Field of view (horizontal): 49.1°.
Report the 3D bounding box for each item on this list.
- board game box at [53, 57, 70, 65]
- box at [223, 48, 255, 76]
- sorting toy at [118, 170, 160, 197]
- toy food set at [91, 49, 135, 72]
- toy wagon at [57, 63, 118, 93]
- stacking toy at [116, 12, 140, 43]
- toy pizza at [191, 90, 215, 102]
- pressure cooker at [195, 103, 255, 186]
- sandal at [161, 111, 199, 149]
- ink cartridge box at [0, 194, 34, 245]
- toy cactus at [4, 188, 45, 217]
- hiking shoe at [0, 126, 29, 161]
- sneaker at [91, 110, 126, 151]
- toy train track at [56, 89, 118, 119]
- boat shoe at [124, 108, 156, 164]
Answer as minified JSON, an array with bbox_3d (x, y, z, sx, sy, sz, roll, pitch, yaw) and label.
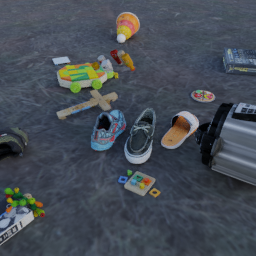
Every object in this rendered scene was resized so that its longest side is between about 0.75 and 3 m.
[{"bbox_3d":[-3.635,-3.649,15.261,0.827,0.107,0.827,-14,37,-18],"label":"board game box"},{"bbox_3d":[5.961,-3.494,14.620,1.801,0.583,2.284,7,36,9],"label":"box"},{"bbox_3d":[0.341,1.515,7.836,1.254,0.171,0.706,19,39,25],"label":"sorting toy"},{"bbox_3d":[-0.546,-2.506,10.977,1.636,0.736,0.781,-12,48,25],"label":"toy food set"},{"bbox_3d":[-1.858,-2.508,13.235,2.831,0.560,2.196,-11,37,-15],"label":"toy wagon"},{"bbox_3d":[-0.199,-6.303,18.184,1.599,1.599,2.189,8,51,11],"label":"stacking toy"},{"bbox_3d":[3.222,-1.405,12.009,1.014,0.161,1.014,0,35,0],"label":"toy pizza"},{"bbox_3d":[3.057,0.389,7.826,2.336,2.055,2.087,20,68,26],"label":"pressure cooker"},{"bbox_3d":[1.866,-0.086,9.707,0.857,0.641,2.237,18,39,24],"label":"sandal"},{"bbox_3d":[-3.221,2.364,6.483,0.910,0.359,1.830,25,43,30],"label":"ink cartridge box"},{"bbox_3d":[-2.555,1.855,6.972,1.117,0.571,0.921,26,-8,-9],"label":"toy cactus"},{"bbox_3d":[-4.407,0.537,8.544,2.514,0.952,1.266,-5,32,-8],"label":"hiking shoe"},{"bbox_3d":[-0.600,-0.155,9.490,0.831,1.001,2.095,9,36,13],"label":"sneaker"},{"bbox_3d":[-1.557,-0.809,11.031,2.469,0.402,1.416,-21,47,-19],"label":"toy train track"},{"bbox_3d":[0.410,0.144,9.188,0.871,0.857,2.417,6,35,9],"label":"boat shoe"}]
